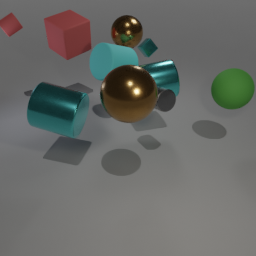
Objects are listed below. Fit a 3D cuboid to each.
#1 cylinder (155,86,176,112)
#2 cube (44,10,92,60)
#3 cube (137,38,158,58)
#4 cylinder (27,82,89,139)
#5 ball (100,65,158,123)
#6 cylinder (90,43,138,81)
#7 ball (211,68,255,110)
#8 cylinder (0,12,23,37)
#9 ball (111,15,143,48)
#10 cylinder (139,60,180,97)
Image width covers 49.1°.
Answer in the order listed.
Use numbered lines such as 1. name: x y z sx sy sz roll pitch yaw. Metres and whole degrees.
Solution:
1. cylinder: 1.001 -0.908 8.653 0.700 0.700 0.700 -15 23 -23
2. cube: -2.581 -4.067 12.187 1.400 1.400 1.400 37 55 28
3. cube: 1.032 -4.228 14.768 0.700 0.700 0.700 -44 21 2
4. cylinder: -2.043 -0.533 8.380 1.400 1.400 1.400 16 32 5
5. ball: 0.024 -0.818 6.773 1.400 1.400 1.400 0 30 0
6. cylinder: -0.549 -2.536 10.992 1.400 1.400 1.400 -6 26 -46
7. ball: 3.582 -1.336 9.616 1.400 1.400 1.400 0 30 0
8. cylinder: -4.821 -4.235 11.490 0.700 0.700 0.700 -36 38 -3
9. ball: -0.047 -4.127 12.097 1.400 1.400 1.400 0 30 0
10. cylinder: 1.001 -1.687 10.289 1.400 1.400 1.400 -13 32 -7
